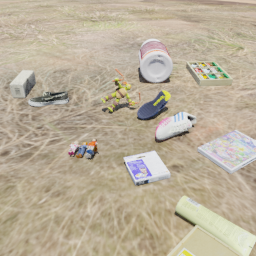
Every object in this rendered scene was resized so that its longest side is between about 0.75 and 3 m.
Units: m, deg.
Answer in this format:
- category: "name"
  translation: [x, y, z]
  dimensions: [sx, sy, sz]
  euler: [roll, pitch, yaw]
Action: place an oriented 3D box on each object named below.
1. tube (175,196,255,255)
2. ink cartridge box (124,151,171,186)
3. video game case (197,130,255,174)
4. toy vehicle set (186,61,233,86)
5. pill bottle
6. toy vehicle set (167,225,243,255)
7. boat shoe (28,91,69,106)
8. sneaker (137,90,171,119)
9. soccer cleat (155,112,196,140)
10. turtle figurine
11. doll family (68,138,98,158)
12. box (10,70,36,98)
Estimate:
- category: "tube"
  translation: [2.105, 2.383, 6.906]
  dimensions: [1.945, 0.505, 0.564]
  euler: [26, 79, 30]
- category: "ink cartridge box"
  translation: [0.569, 1.244, 8.827]
  dimensions: [1.155, 0.253, 1.166]
  euler: [-10, 36, -16]
- category: "video game case"
  translation: [3.640, 0.753, 9.678]
  dimensions: [2.032, 0.183, 1.455]
  euler: [-20, 37, -28]
- category: "toy vehicle set"
  translation: [4.409, -3.052, 15.489]
  dimensions: [1.720, 0.367, 2.768]
  euler: [-3, 33, -4]
- category: "pill bottle"
  translation: [1.448, -3.808, 15.443]
  dimensions: [1.695, 1.695, 2.969]
  euler: [0, 33, 0]
- category: "toy vehicle set"
  translation: [1.419, 3.076, 5.934]
  dimensions: [2.030, 0.269, 1.262]
  euler: [-28, 42, -36]
- category: "boat shoe"
  translation: [-3.607, -1.390, 12.684]
  dimensions: [1.779, 0.566, 0.629]
  euler: [-7, 33, -11]
- category: "sneaker"
  translation: [1.094, -0.860, 11.879]
  dimensions: [1.743, 0.717, 0.644]
  euler: [-37, 76, -21]
- category: "soccer cleat"
  translation: [1.835, -0.096, 10.471]
  dimensions: [0.872, 0.706, 2.020]
  euler: [16, 34, 38]
- category: "turtle figurine"
  translation: [-0.425, -1.497, 11.933]
  dimensions: [1.490, 1.847, 0.595]
  euler: [-39, 29, -1]
- category: "doll family"
  translation: [-1.453, 0.714, 9.577]
  dimensions: [1.152, 0.519, 0.715]
  euler: [-7, 36, 23]
- category: "box"
  translation: [-5.130, -2.180, 13.781]
  dimensions: [0.624, 0.750, 1.825]
  euler: [1, 34, 0]
